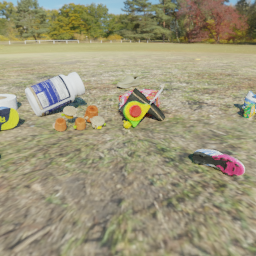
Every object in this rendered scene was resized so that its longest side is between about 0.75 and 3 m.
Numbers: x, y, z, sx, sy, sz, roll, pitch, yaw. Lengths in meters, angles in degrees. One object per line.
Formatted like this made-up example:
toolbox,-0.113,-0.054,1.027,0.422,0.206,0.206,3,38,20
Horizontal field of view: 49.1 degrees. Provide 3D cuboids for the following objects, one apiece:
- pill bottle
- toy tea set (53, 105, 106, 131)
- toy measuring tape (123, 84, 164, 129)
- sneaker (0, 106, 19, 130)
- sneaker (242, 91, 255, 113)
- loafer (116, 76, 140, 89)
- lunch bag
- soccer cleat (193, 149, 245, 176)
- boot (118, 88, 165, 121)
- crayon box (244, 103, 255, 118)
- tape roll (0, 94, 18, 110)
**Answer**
pill bottle,-3.179,-1.548,12.391,2.335,1.351,1.351,-27,29,-21
toy tea set,-1.915,-0.257,10.890,1.993,0.737,1.185,-3,49,-17
toy measuring tape,0.479,-0.969,10.823,2.278,0.838,0.838,-53,38,-8
sneaker,-5.533,-0.293,10.263,2.740,1.013,1.127,-5,16,-35
sneaker,6.471,-1.185,12.731,2.350,0.966,0.869,2,17,2
loafer,-0.003,-3.043,18.390,0.765,0.690,2.022,16,25,38
lunch bag,0.465,-1.300,13.144,1.901,0.884,2.158,6,20,17
soccer cleat,2.499,0.851,7.621,1.476,0.515,0.637,16,25,39
boot,0.576,-0.645,11.813,1.771,1.225,0.686,44,15,9
crayon box,5.327,-0.763,12.240,0.239,0.488,0.821,15,25,36
tape roll,-6.086,-1.125,13.091,1.711,0.598,1.711,0,20,0
